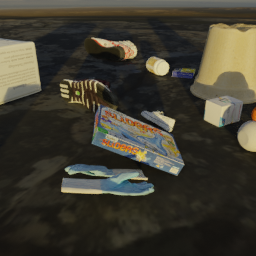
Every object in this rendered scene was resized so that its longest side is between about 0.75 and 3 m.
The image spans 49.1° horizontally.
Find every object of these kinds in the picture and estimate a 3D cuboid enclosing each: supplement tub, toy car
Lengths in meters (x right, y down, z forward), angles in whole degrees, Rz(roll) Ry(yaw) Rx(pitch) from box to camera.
[{"bbox_3d":[1.326,-2.771,12.550,0.700,0.700,0.968,-12,29,-22],"label":"supplement tub"},{"bbox_3d":[3.472,0.001,6.199,1.520,1.302,1.737,-10,28,-21],"label":"toy car"}]

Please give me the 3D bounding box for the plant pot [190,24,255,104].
[{"bbox_3d":[3.590,-2.373,9.873,2.559,2.342,2.559,0,26,0],"label":"plant pot"}]

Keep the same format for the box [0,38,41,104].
[{"bbox_3d":[-5.076,-2.021,9.748,2.765,1.817,2.779,17,31,31],"label":"box"}]

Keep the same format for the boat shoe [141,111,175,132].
[{"bbox_3d":[0.850,-0.277,7.696,1.124,0.375,0.414,33,6,38],"label":"boat shoe"}]

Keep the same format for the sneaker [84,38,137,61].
[{"bbox_3d":[-0.935,-4.426,15.632,3.018,1.008,1.617,25,34,35],"label":"sneaker"}]

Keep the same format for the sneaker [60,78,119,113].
[{"bbox_3d":[-0.915,-1.249,9.158,2.644,1.000,1.527,22,31,39],"label":"sneaker"}]

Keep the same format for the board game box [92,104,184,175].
[{"bbox_3d":[0.189,0.224,5.954,1.881,0.324,1.273,22,24,-14],"label":"board game box"}]

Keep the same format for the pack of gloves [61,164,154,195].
[{"bbox_3d":[-0.351,0.802,5.020,1.577,0.311,1.325,6,10,-11],"label":"pack of gloves"}]

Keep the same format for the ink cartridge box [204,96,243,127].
[{"bbox_3d":[2.715,-0.492,7.982,0.842,0.618,0.615,-13,29,-27],"label":"ink cartridge box"}]

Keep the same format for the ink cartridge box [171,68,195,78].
[{"bbox_3d":[2.475,-2.464,12.494,0.931,0.221,0.942,8,25,15],"label":"ink cartridge box"}]
